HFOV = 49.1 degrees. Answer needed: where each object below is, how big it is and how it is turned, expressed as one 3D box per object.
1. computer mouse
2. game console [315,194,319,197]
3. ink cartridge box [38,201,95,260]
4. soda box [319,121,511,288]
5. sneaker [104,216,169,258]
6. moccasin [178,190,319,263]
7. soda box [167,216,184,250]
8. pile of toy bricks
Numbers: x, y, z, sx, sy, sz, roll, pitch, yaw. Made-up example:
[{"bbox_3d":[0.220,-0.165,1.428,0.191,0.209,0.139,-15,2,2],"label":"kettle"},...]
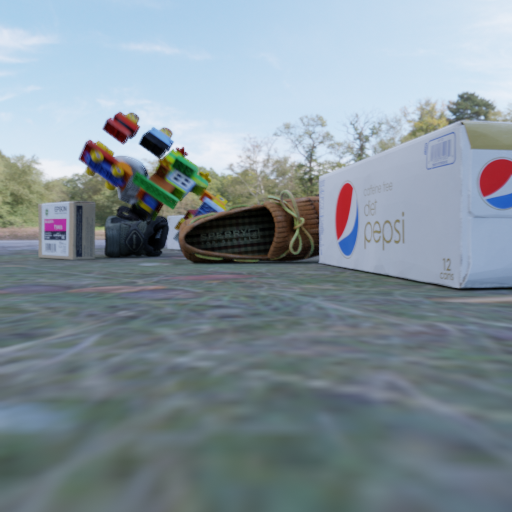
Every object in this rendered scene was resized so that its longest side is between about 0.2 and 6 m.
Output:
[{"bbox_3d":[-2.457,-1.348,11.553,1.127,0.451,2.055,13,-39,9],"label":"computer mouse"},{"bbox_3d":[1.498,-0.967,12.247,1.140,0.674,0.973,-38,10,-28],"label":"game console"},{"bbox_3d":[-3.296,-0.431,9.708,1.201,0.990,0.451,1,2,42],"label":"ink cartridge box"},{"bbox_3d":[1.840,-0.452,6.156,1.379,1.289,4.050,0,3,-9],"label":"soda box"},{"bbox_3d":[-2.393,-0.362,11.045,1.209,0.807,2.110,1,5,-17],"label":"sneaker"},{"bbox_3d":[0.253,-0.413,8.187,2.776,1.015,1.072,-1,1,-7],"label":"moccasin"},{"bbox_3d":[-1.242,-0.610,14.986,1.033,0.966,3.034,-2,3,-36],"label":"soda box"},{"bbox_3d":[-1.404,-1.358,9.278,2.689,1.492,1.328,36,37,-5],"label":"pile of toy bricks"}]
